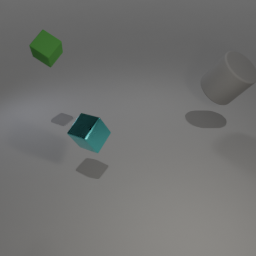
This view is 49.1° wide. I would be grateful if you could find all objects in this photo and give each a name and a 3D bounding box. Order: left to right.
[{"bbox_3d":[-2.542,-2.475,8.771,0.700,0.700,0.700,33,74,-1],"label":"cube"},{"bbox_3d":[-1.013,0.131,7.370,0.700,0.700,0.700,15,63,35],"label":"cube"},{"bbox_3d":[3.572,-1.754,9.988,1.400,1.400,1.400,13,56,-21],"label":"cylinder"}]
